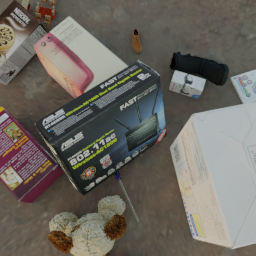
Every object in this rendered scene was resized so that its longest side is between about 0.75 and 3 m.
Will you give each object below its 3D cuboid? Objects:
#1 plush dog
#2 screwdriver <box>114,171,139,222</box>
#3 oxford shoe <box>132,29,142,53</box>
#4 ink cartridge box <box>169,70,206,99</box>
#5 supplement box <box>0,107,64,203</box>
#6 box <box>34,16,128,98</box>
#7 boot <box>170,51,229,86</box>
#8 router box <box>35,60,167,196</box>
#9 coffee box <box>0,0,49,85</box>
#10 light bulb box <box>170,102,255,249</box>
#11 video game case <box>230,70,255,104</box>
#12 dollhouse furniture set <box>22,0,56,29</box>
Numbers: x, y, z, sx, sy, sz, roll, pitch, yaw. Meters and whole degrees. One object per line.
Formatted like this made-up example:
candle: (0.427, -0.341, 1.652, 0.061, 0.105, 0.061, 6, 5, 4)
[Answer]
plush dog: (-0.861, 2.570, 6.608, 2.013, 1.729, 1.615, -18, 73, -6)
screwdriver: (-0.158, 1.538, 7.512, 0.297, 0.309, 2.126, -29, 64, 1)
oxford shoe: (0.268, -2.836, 9.090, 0.297, 0.297, 0.833, -9, 74, -4)
ink cartridge box: (1.754, -1.292, 8.382, 0.945, 0.685, 0.395, 18, 77, 6)
supplement box: (-3.009, 0.737, 7.573, 2.330, 0.998, 1.286, 43, 77, 12)
box: (-1.180, -1.582, 7.994, 2.510, 1.604, 1.367, 43, 77, 12)
boot: (2.012, -1.765, 8.163, 1.385, 1.690, 0.625, 10, 115, -7)
router box: (-0.442, 0.041, 6.922, 2.939, 2.203, 0.913, -35, 50, -17)
coffee box: (-3.558, -2.559, 8.475, 1.217, 0.859, 2.153, 42, 90, 12)
light bulb box: (2.270, 1.170, 6.557, 1.667, 2.672, 2.648, -10, 73, -5)
video game case: (3.779, -1.268, 8.679, 0.887, 0.115, 0.974, -18, 73, -6)
dollhouse furniture set: (-2.979, -3.923, 9.392, 1.094, 0.570, 1.106, 11, 73, -9)
